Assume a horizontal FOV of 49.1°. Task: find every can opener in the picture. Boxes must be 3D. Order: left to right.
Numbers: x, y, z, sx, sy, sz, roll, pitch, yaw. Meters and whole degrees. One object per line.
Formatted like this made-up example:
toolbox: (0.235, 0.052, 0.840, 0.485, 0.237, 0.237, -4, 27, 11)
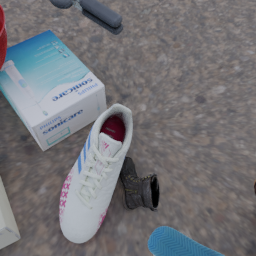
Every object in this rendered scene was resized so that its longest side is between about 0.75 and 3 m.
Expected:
can opener: (-1.126, -2.983, 7.191, 2.149, 0.573, 0.718, 37, 76, 16)

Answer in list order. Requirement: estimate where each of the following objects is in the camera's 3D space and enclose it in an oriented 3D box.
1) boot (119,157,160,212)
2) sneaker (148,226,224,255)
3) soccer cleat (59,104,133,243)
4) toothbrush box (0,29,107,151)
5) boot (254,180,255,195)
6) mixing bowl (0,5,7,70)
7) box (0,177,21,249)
boot: (0.278, 1.132, 5.914, 0.453, 1.138, 1.308, 3, 68, -29)
sneaker: (1.319, 2.532, 4.871, 0.804, 0.849, 2.101, -45, 44, -17)
soccer cleat: (-0.657, 0.827, 5.817, 1.046, 1.293, 2.995, 20, 69, -7)
toothbrush box: (-2.165, -1.105, 7.490, 2.030, 1.182, 2.773, -34, 62, -20)
boot: (3.171, 2.320, 4.784, 2.886, 1.044, 2.401, 44, 43, 12)
mixing bowl: (-3.845, -1.832, 6.478, 2.434, 1.318, 2.434, 0, 60, -1)
box: (-3.106, 1.410, 5.956, 0.782, 0.939, 2.286, -25, 58, -16)
